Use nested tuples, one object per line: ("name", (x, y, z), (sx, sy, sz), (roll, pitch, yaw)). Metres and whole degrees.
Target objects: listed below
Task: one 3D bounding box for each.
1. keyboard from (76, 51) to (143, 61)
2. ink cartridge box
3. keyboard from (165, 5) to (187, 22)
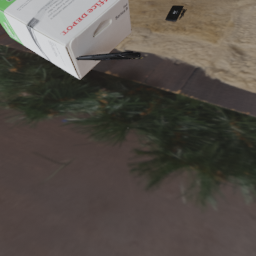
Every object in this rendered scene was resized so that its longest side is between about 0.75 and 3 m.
("keyboard", (-0.328, -1.532, 5.971), (0.993, 0.161, 1.562), (-10, 15, -40))
("ink cartridge box", (-1.700, -2.890, 7.340), (2.961, 1.245, 2.161), (34, 70, 24))
("keyboard", (1.212, -2.816, 6.983), (0.406, 0.155, 0.780), (12, 52, 18))
